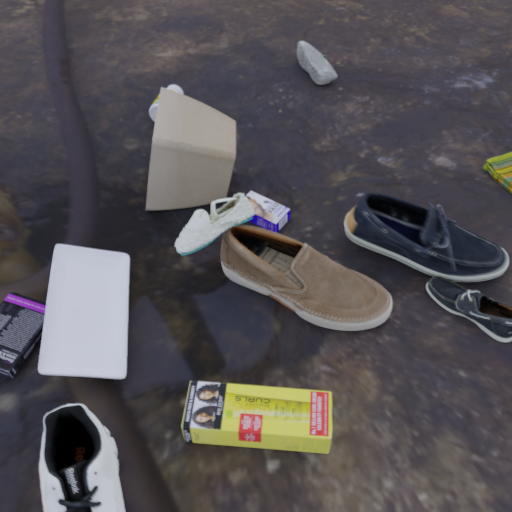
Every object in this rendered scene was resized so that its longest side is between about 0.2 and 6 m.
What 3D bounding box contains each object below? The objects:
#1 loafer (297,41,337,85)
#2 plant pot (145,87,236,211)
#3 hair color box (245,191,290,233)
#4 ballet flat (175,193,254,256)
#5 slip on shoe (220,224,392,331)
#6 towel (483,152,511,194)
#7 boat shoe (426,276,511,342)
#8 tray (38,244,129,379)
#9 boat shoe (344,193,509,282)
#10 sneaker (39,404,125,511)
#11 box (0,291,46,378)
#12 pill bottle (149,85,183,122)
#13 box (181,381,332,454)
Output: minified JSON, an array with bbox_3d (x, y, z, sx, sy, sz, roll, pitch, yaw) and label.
[{"bbox_3d":[1.696,-5.507,15.946,0.628,0.629,1.800,-14,58,-17],"label":"loafer"},{"bbox_3d":[-1.392,-2.190,12.239,1.731,1.955,1.953,8,47,-10],"label":"plant pot"},{"bbox_3d":[0.149,-0.943,12.035,1.037,0.336,0.567,26,54,23],"label":"hair color box"},{"bbox_3d":[-0.814,-0.657,10.209,0.666,0.666,1.856,35,47,27],"label":"ballet flat"},{"bbox_3d":[0.884,0.303,10.438,3.415,1.035,1.298,24,52,20],"label":"slip on shoe"},{"bbox_3d":[6.620,-1.330,12.411,1.354,0.284,3.147,-21,52,-17],"label":"towel"},{"bbox_3d":[3.988,0.835,10.278,1.795,0.607,0.645,34,58,28],"label":"boat shoe"},{"bbox_3d":[-2.987,0.979,9.916,1.400,0.289,2.608,8,52,-20],"label":"tray"},{"bbox_3d":[3.364,-0.389,10.928,3.258,1.014,1.216,19,52,6],"label":"boat shoe"},{"bbox_3d":[-2.275,3.564,7.323,1.298,1.408,3.521,-17,52,-16],"label":"sneaker"},{"bbox_3d":[-4.368,1.375,10.012,1.060,0.268,1.483,16,49,14],"label":"box"},{"bbox_3d":[-2.286,-3.939,14.500,0.627,0.627,1.111,12,50,10],"label":"pill bottle"},{"bbox_3d":[0.031,2.523,8.773,2.268,0.568,0.854,5,48,4],"label":"box"}]
